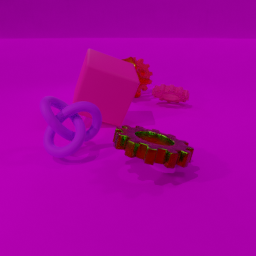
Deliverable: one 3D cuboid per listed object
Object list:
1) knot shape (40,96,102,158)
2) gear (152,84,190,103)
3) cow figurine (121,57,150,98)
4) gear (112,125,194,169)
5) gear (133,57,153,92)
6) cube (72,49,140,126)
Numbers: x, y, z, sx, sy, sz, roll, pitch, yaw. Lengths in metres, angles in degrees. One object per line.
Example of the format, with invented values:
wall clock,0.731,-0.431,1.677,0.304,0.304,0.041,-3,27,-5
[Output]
knot shape,-1.266,-0.151,5.662,1.338,1.252,0.618,-43,2,-30
gear,1.434,-1.145,9.457,1.232,0.228,1.232,11,-10,2
cow figurine,0.011,-1.801,10.137,1.560,1.585,0.870,1,51,-33
gear,0.451,0.302,5.095,1.432,0.265,1.432,13,14,-3
gear,0.304,-2.104,11.253,1.415,1.415,0.262,-8,4,-22
cube,-0.641,-1.108,7.606,1.383,1.383,1.383,16,28,-16
